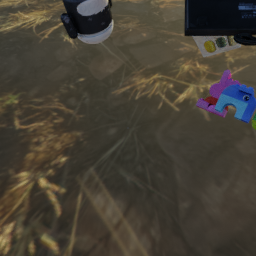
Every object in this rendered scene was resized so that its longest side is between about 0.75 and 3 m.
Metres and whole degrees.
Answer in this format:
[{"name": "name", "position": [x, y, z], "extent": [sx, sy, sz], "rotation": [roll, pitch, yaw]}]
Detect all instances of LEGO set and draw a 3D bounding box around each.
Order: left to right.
[{"name": "LEGO set", "position": [2.435, -0.412, 4.385], "extent": [2.620, 1.075, 0.999], "rotation": [26, 6, 24]}]

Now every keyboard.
[{"name": "keyboard", "position": [2.683, -2.235, 5.905], "extent": [2.927, 0.376, 1.758], "rotation": [2, 61, 8]}]

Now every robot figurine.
[{"name": "robot figurine", "position": [-1.188, -3.527, 8.289], "extent": [1.573, 2.093, 1.306], "rotation": [-15, 54, 1]}]

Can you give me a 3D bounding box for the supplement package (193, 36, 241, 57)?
[{"name": "supplement package", "position": [2.341, -2.810, 7.548], "extent": [1.088, 1.434, 1.080], "rotation": [-11, 74, 25]}]
